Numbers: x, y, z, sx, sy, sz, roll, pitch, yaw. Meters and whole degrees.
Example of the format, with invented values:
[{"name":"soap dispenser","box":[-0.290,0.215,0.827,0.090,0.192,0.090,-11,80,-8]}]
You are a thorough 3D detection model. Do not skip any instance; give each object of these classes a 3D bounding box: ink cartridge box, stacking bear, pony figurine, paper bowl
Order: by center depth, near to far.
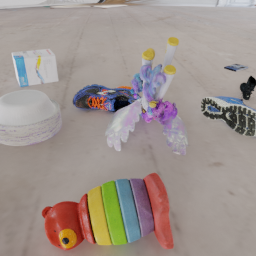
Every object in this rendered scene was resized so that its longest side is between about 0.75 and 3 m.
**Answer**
[{"name":"stacking bear","box":[-0.411,1.565,4.980,2.121,1.288,1.206,-11,21,-5]},{"name":"pony figurine","box":[0.719,-0.762,7.991,2.357,2.830,2.732,10,46,3]},{"name":"paper bowl","box":[-3.129,-0.444,8.523,2.099,1.092,2.099,-1,29,1]},{"name":"ink cartridge box","box":[-4.077,-2.687,12.349,1.675,1.223,1.229,-13,32,-22]}]

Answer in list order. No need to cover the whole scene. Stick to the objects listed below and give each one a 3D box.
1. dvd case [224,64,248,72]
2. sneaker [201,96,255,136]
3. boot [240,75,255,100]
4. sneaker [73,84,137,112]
[{"name":"dvd case","box":[5.480,-3.060,14.187,1.019,0.089,0.727,-20,34,-31]},{"name":"sneaker","box":[3.496,-0.541,8.852,1.064,0.937,2.386,-20,34,-26]},{"name":"boot","box":[4.594,-1.641,10.702,0.362,0.802,0.978,5,49,6]},{"name":"sneaker","box":[-0.753,-0.985,9.759,2.337,0.880,0.917,-6,35,-6]}]
